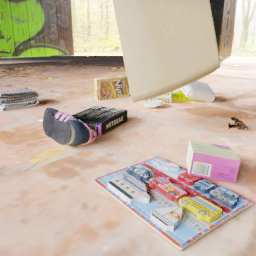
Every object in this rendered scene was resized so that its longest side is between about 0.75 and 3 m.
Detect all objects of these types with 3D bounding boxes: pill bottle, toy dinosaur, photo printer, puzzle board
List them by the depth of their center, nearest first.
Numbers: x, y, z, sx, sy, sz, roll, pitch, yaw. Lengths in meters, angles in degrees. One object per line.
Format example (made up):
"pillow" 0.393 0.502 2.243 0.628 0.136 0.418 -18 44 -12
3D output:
"puzzle board" 0.852 1.355 6.155 2.131 0.246 2.828 -13 22 -35
"toy dinosaur" 4.118 -0.125 10.493 0.629 0.474 0.927 13 -1 -4
"pill bottle" 1.483 -1.772 14.443 1.579 0.877 0.877 4 19 11
"photo printer" 3.531 -1.983 14.568 1.671 0.580 1.390 9 36 -18

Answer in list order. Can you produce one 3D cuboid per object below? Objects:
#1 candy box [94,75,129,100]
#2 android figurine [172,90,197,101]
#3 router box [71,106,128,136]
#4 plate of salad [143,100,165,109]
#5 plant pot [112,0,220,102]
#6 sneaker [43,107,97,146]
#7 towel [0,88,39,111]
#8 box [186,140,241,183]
"candy box" -0.866 -2.220 15.369 1.973 1.139 0.546 -13 22 -33
"android figurine" 3.166 -1.760 15.276 1.679 0.345 1.529 -1 19 2
"router box" -1.135 -0.330 10.708 1.526 0.522 2.046 9 21 26
"plate of salad" 1.260 -1.125 13.529 1.062 0.255 1.062 -10 20 4
"plant pot" 1.350 -2.498 8.759 2.571 2.904 2.901 -9 5 13
"sneaker" -2.067 -0.013 9.490 1.122 0.960 2.736 5 16 -36
"towel" -5.500 -1.477 13.689 1.889 0.808 1.564 -14 22 -35
"box" 2.024 0.787 6.876 1.064 0.585 1.210 9 12 6
